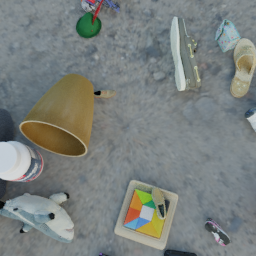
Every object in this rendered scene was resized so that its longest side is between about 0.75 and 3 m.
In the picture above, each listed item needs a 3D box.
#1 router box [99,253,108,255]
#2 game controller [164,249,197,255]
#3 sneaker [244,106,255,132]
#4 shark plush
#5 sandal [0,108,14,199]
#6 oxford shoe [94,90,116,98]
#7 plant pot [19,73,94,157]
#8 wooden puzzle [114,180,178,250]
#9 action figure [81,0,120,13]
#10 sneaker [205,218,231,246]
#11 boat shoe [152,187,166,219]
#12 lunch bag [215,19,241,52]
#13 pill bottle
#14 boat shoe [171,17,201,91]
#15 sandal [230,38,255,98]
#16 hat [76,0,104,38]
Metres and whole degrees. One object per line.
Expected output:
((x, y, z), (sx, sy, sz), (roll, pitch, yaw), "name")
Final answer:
((-0.631, 4.443, 8.272), (0.874, 0.299, 1.172), (19, 77, 4), "router box")
((1.582, 4.006, 8.461), (1.021, 0.215, 0.533), (7, 91, 2), "game controller")
((5.225, -0.534, 9.276), (2.651, 0.988, 1.155), (-25, 91, 0), "sneaker")
((-3.084, 2.737, 8.385), (2.946, 1.338, 1.227), (3, 107, -4), "shark plush")
((-4.342, 0.778, 8.827), (0.632, 1.123, 2.953), (-6, 74, 27), "sandal")
((-0.813, -1.172, 9.591), (0.808, 0.302, 0.285), (-8, 85, 5), "oxford shoe")
((-1.911, -0.552, 8.754), (2.067, 2.067, 2.218), (15, 62, 4), "plant pot")
((0.587, 2.666, 8.690), (1.623, 0.327, 1.754), (18, 77, 4), "wooden puzzle")
((-1.046, -5.030, 10.448), (1.865, 0.976, 1.804), (34, 84, -21), "action figure")
((2.757, 3.119, 8.550), (0.393, 0.422, 0.978), (-38, 95, 26), "sneaker")
((0.974, 2.266, 8.498), (0.346, 0.368, 0.967), (-15, 73, -5), "boat shoe")
((3.466, -3.277, 9.905), (0.540, 0.754, 0.885), (-23, 77, -7), "lunch bag")
((-3.330, 0.999, 8.289), (1.122, 1.877, 1.122), (0, 77, 2), "pill bottle")
((1.977, -2.584, 9.682), (0.779, 0.932, 2.608), (-6, 83, -1), "boat shoe")
((4.101, -2.228, 9.646), (0.853, 0.765, 2.327), (15, 77, 3), "sandal")
((-1.425, -3.941, 9.936), (0.949, 1.009, 1.146), (21, 77, 5), "hat")
